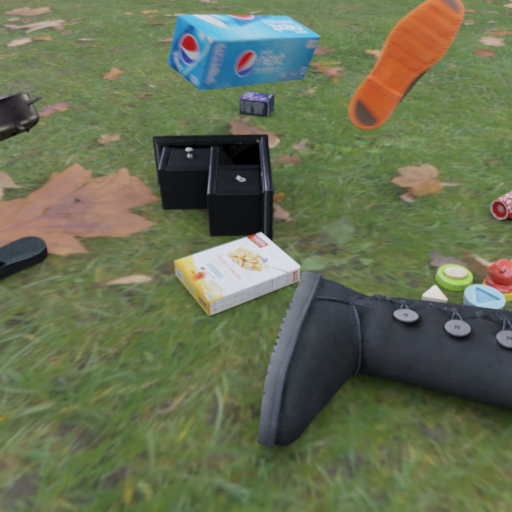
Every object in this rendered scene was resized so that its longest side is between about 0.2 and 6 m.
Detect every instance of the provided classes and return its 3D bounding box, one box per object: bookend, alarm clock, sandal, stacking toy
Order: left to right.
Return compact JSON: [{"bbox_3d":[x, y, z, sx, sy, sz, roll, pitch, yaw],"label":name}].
[{"bbox_3d":[-5.095,0.165,10.214,0.972,0.619,2.586,25,43,30],"label":"sandal"},{"bbox_3d":[-2.305,-1.163,4.954,0.984,0.327,0.663,-1,26,47],"label":"alarm clock"},{"bbox_3d":[-0.999,-1.520,12.037,2.659,1.225,2.642,-1,36,0],"label":"bookend"},{"bbox_3d":[3.773,0.467,9.779,1.390,0.648,1.535,23,41,28],"label":"stacking toy"}]

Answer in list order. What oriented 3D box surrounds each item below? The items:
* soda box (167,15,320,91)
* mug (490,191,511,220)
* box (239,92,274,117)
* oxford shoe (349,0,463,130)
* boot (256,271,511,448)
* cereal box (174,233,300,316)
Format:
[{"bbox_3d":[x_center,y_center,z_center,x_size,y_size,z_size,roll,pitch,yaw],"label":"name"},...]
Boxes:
[{"bbox_3d":[-0.172,-4.031,10.959,3.061,0.982,1.038,-22,56,-43],"label":"soda box"},{"bbox_3d":[5.577,-1.085,12.026,0.844,0.563,0.749,-22,39,-22],"label":"mug"},{"bbox_3d":[0.026,-4.574,16.889,0.932,0.486,0.690,9,36,13],"label":"box"},{"bbox_3d":[2.677,-3.526,10.315,0.971,2.724,0.993,41,14,3],"label":"oxford shoe"},{"bbox_3d":[2.212,1.661,7.778,3.882,1.274,3.199,14,41,10],"label":"boot"},{"bbox_3d":[-0.347,0.273,10.264,1.918,0.379,1.380,-20,41,-26],"label":"cereal box"}]
